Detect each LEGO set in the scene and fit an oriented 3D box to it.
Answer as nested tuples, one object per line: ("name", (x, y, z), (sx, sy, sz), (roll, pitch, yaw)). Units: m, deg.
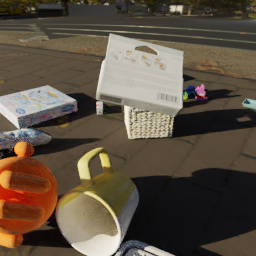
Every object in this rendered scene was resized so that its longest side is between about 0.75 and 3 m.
("LEGO set", (2.679, -2.046, 14.053), (2.455, 1.007, 0.936), (1, 27, 2))

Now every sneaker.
("sneaker", (-3.962, 0.518, 9.522), (2.628, 0.944, 0.952), (-2, 68, -21))

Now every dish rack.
("dish rack", (0.277, 3.035, 5.031), (1.633, 0.414, 1.903), (13, 30, 24))

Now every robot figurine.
("robot figurine", (-2.522, 1.444, 6.211), (1.582, 1.951, 2.712), (-28, 7, -28))

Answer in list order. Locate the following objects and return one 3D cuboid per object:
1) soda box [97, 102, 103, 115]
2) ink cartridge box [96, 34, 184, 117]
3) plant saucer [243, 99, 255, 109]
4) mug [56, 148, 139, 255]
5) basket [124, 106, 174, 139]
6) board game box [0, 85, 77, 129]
("soda box", (-1.270, -0.904, 12.649), (0.276, 0.297, 0.869), (-3, 28, -5))
("ink cartridge box", (0.462, -1.716, 9.001), (2.643, 0.576, 2.294), (12, 62, -8))
("plant saucer", (6.403, -0.959, 12.881), (2.063, 0.196, 0.721), (16, 32, 29))
("mug", (-0.456, 1.608, 6.326), (1.569, 1.959, 1.609), (29, 27, 15))
("basket", (0.740, -0.592, 10.789), (1.827, 1.470, 1.811), (-2, 28, -6))
("board game box", (-4.171, -1.052, 12.627), (2.719, 0.561, 2.726), (-22, 35, -35))
